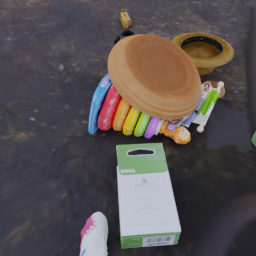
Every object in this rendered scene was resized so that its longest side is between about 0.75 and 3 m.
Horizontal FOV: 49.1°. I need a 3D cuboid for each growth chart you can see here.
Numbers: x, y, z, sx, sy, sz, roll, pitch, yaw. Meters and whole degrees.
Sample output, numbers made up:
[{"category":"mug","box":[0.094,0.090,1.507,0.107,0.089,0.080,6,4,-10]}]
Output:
[{"category":"growth chart","box":[1.274,-0.836,8.515,2.733,0.242,1.978,17,73,19]}]

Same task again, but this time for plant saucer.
[{"category":"plant saucer","box":[2.857,-1.339,9.536,0.888,0.166,0.888,0,46,0]},{"category":"plant saucer","box":[0.878,-1.587,7.816,2.887,0.540,2.887,11,58,-18]}]

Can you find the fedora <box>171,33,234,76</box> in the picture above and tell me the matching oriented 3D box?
[{"category":"fedora","box":[2.578,-2.559,10.109,2.384,0.972,2.384,1,45,-1]}]

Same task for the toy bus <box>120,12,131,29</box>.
[{"category":"toy bus","box":[-0.115,-4.907,12.755,0.386,0.321,0.987,-9,47,-10]}]

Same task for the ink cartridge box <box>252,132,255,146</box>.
[{"category":"ink cartridge box","box":[4.228,-0.390,7.106,1.251,2.411,0.715,-16,49,-15]}]

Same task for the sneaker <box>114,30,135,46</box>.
[{"category":"sneaker","box":[-0.173,-2.381,9.617,1.015,1.451,2.918,4,46,3]}]

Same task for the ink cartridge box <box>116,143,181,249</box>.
[{"category":"ink cartridge box","box":[0.374,1.477,6.538,1.220,0.697,2.350,-3,47,-3]}]

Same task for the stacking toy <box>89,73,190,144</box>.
[{"category":"stacking toy","box":[0.429,-0.271,7.879,2.874,1.577,1.668,25,48,6]}]

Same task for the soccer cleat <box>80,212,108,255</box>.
[{"category":"soccer cleat","box":[-0.609,2.538,5.426,0.813,0.658,1.883,-15,41,33]}]
